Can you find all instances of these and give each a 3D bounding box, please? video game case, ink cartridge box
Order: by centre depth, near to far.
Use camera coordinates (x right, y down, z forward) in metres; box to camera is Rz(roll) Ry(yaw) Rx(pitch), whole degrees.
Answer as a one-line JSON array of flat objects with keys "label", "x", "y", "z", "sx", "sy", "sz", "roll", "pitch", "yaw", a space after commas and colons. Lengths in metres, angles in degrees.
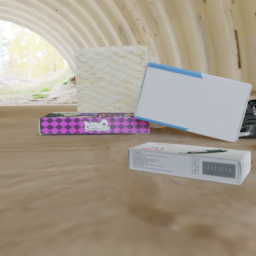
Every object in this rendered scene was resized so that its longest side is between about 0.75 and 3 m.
[{"label": "ink cartridge box", "x": 0.854, "y": 0.364, "z": 3.597, "sx": 1.336, "sy": 0.291, "sz": 1.160, "roll": 3, "pitch": 8, "yaw": 31}, {"label": "ink cartridge box", "x": 1.504, "y": -0.744, "z": 7.053, "sx": 2.166, "sy": 1.250, "sz": 2.986, "roll": 13, "pitch": 10, "yaw": 7}, {"label": "video game case", "x": -0.882, "y": -0.187, "z": 7.953, "sx": 2.703, "sy": 0.484, "sz": 2.450, "roll": -1, "pitch": 6, "yaw": -5}]

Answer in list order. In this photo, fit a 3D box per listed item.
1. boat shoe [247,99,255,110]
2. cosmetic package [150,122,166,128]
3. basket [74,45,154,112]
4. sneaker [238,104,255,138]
[{"label": "boat shoe", "x": 3.586, "y": -0.371, "z": 7.860, "sx": 0.986, "sy": 0.875, "sz": 2.638, "roll": 1, "pitch": 6, "yaw": 7}, {"label": "cosmetic package", "x": 1.002, "y": -0.284, "z": 8.955, "sx": 0.416, "sy": 0.493, "sz": 0.954, "roll": 5, "pitch": 6, "yaw": 28}, {"label": "basket", "x": -0.409, "y": -1.663, "z": 11.007, "sx": 2.899, "sy": 2.873, "sz": 2.332, "roll": -1, "pitch": 9, "yaw": 6}, {"label": "sneaker", "x": 2.785, "y": -0.191, "z": 6.648, "sx": 0.719, "sy": 0.773, "sz": 1.790, "roll": -1, "pitch": 6, "yaw": 7}]
